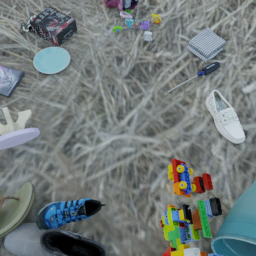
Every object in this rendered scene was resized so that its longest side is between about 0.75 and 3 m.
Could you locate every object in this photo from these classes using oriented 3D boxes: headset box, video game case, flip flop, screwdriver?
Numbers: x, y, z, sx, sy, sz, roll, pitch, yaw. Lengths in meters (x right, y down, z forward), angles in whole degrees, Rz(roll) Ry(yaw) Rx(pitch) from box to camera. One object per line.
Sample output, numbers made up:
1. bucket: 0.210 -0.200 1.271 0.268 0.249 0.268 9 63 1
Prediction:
1. headset box: -3.055 -4.264 11.795 1.666 0.625 1.238 30 64 17
2. video game case: -4.982 -1.862 10.651 1.707 0.162 1.219 15 60 10
3. flip flop: -3.700 2.455 7.522 2.754 0.793 1.117 -37 31 -15
4. screwdriver: 2.460 -1.939 10.557 2.513 0.350 0.366 -25 91 -17

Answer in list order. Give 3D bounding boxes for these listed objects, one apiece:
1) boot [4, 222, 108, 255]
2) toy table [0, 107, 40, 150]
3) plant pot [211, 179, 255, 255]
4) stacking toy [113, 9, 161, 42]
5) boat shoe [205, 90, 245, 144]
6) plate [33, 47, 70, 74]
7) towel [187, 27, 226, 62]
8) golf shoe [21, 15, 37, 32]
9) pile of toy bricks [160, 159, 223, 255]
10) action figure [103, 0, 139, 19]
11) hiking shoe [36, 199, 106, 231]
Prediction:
1. boot: -1.851 2.782 6.848 2.928 1.927 1.022 8 61 4
2. toy table: -3.708 0.020 8.901 1.545 1.420 0.905 -15 75 -31
3. plant pot: 3.652 2.419 6.869 2.475 2.475 2.326 28 58 15
4. stacking toy: 0.381 -4.454 12.072 1.833 0.431 1.382 14 59 11
5. boat shoe: 3.291 -0.422 9.468 0.719 0.703 2.029 -20 61 -12
6. plate: -3.002 -2.651 11.103 1.437 0.184 1.437 0 58 0
7. towel: 3.201 -3.387 11.320 1.298 0.555 1.075 -39 67 -21
8. golf shoe: -4.179 -4.501 12.145 0.469 0.386 0.994 37 66 0
9. pile of toy bricks: 1.319 2.332 6.825 1.561 1.389 2.814 23 50 -33
10. action figure: -0.410 -5.614 12.492 2.080 1.549 1.393 17 16 39
11. hiking shoe: -1.477 2.129 7.233 1.815 0.787 0.675 -5 76 -51
